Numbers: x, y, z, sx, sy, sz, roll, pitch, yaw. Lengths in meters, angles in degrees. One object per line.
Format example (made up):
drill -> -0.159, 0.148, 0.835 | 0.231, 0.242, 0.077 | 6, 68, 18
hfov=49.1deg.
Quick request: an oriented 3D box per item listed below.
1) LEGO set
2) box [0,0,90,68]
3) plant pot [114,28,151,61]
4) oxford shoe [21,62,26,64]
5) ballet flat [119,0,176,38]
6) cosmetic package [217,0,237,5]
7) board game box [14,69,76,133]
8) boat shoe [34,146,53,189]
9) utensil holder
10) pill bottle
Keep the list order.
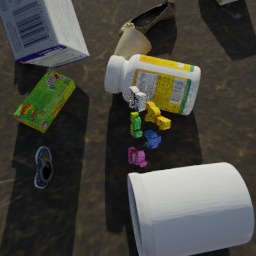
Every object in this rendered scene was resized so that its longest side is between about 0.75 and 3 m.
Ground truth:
LEGO set -> 0.654, 0.035, 8.141 | 0.923, 2.420, 0.993 | -15, 28, -29
box -> -2.688, -3.446, 8.993 | 1.491, 2.842, 2.614 | -17, 94, 12
plant pot -> 0.024, -2.778, 10.304 | 1.185, 1.185, 1.265 | 33, 81, 15
oxford shoe -> -3.598, -3.446, 10.717 | 0.782, 0.800, 2.193 | 16, 65, 8
ballet flat -> 0.815, -4.414, 11.271 | 2.800, 0.649, 0.943 | -32, 68, -14
cosmetic package -> 4.066, -6.685, 12.228 | 1.340, 0.905, 2.547 | -18, 66, -9
board game box -> -2.818, -0.961, 9.684 | 1.051, 0.493, 2.070 | 24, 66, 11
boat shoe -> -2.489, 1.094, 8.482 | 0.489, 0.627, 1.381 | 15, 52, -30
utensil holder -> 1.467, 2.128, 7.240 | 2.659, 2.260, 2.260 | -7, 64, -5
pill bottle -> 0.774, -1.510, 9.315 | 2.914, 1.643, 1.643 | 13, 65, 5
